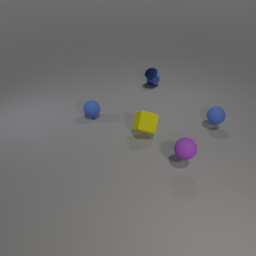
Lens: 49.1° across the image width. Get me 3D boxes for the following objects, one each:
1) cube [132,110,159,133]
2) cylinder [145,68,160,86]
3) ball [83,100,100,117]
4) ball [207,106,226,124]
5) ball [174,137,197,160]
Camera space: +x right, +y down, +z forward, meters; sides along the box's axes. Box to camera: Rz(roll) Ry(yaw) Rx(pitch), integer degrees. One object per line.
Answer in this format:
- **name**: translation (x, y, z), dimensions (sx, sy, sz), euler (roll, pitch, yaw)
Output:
- **cube**: translation (0.639, -0.212, 10.414), dimensions (0.700, 0.700, 0.700), euler (14, -6, -17)
- **cylinder**: translation (1.258, -2.629, 14.418), dimensions (0.700, 0.700, 0.700), euler (-3, 73, 11)
- **ball**: translation (-1.517, -0.809, 11.728), dimensions (0.700, 0.700, 0.700), euler (0, 32, 0)
- **ball**: translation (3.419, -0.486, 10.871), dimensions (0.700, 0.700, 0.700), euler (0, 32, 0)
- **ball**: translation (1.779, 0.638, 8.658), dimensions (0.700, 0.700, 0.700), euler (0, 32, 0)
